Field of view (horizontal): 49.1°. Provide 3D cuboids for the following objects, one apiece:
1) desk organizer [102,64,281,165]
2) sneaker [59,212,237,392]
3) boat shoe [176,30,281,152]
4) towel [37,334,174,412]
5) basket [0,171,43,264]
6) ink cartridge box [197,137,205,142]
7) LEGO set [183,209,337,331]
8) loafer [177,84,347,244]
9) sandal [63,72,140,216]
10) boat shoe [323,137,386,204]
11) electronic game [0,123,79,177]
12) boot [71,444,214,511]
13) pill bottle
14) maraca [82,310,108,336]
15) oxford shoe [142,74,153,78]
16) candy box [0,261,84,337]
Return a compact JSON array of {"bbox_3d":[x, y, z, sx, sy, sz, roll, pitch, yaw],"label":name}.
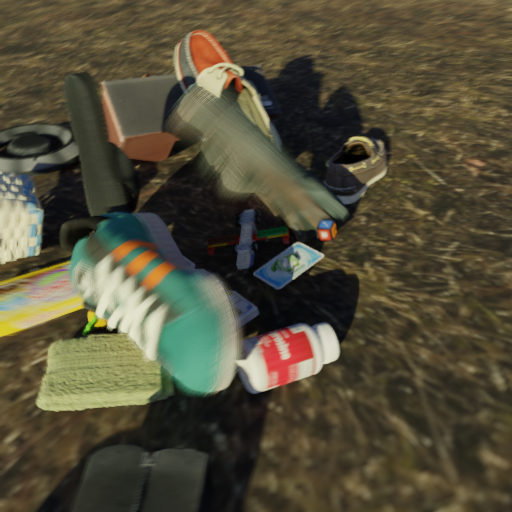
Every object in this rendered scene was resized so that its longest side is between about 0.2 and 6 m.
[{"bbox_3d":[-1.339,-2.768,11.106,3.306,1.273,1.186,-16,77,-26],"label":"desk organizer"},{"bbox_3d":[-1.325,0.435,6.129,1.257,1.123,3.146,-2,27,-31],"label":"sneaker"},{"bbox_3d":[-0.483,-2.852,10.186,1.153,1.014,3.241,-19,77,-25],"label":"boat shoe"},{"bbox_3d":[-1.613,1.256,6.145,1.400,0.255,1.039,-4,33,-7],"label":"towel"},{"bbox_3d":[-3.937,-0.519,7.788,1.756,1.222,1.548,1,36,-30],"label":"basket"},{"bbox_3d":[-0.731,-2.788,12.105,0.942,0.543,1.298,-25,41,-29],"label":"ink cartridge box"},{"bbox_3d":[-0.155,0.179,7.682,2.632,0.646,1.966,-35,40,-23],"label":"LEGO set"},{"bbox_3d":[0.057,-1.023,7.485,3.083,0.970,1.108,31,19,-40],"label":"loafer"},{"bbox_3d":[-2.009,-1.223,7.812,0.622,2.598,0.976,-23,28,-34],"label":"sandal"},{"bbox_3d":[1.884,-1.764,10.378,0.868,0.719,2.417,16,36,24],"label":"boat shoe"},{"bbox_3d":[-4.479,-2.111,11.154,2.148,0.447,2.148,0,36,0],"label":"electronic game"},{"bbox_3d":[-1.442,2.360,3.916,1.964,0.782,2.383,12,37,0],"label":"boot"},{"bbox_3d":[0.345,1.080,6.124,1.040,0.584,0.584,-14,35,-20],"label":"pill bottle"},{"bbox_3d":[-1.883,0.716,6.832,0.364,0.467,0.681,34,37,1],"label":"maraca"},{"bbox_3d":[-2.555,-3.511,12.552,2.744,0.978,0.979,-10,26,18],"label":"oxford shoe"},{"bbox_3d":[-2.724,0.486,7.340,1.659,0.219,0.848,-20,45,-28],"label":"candy box"}]
